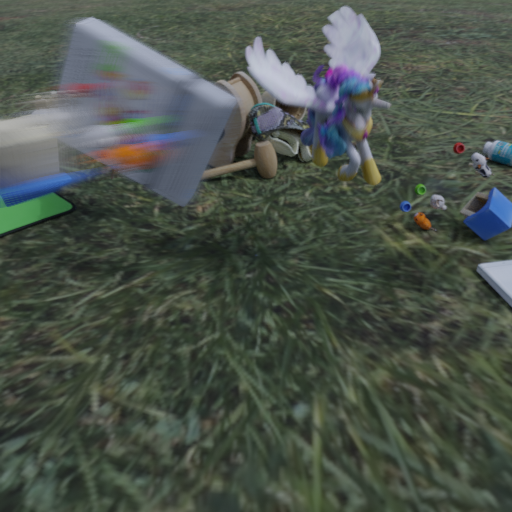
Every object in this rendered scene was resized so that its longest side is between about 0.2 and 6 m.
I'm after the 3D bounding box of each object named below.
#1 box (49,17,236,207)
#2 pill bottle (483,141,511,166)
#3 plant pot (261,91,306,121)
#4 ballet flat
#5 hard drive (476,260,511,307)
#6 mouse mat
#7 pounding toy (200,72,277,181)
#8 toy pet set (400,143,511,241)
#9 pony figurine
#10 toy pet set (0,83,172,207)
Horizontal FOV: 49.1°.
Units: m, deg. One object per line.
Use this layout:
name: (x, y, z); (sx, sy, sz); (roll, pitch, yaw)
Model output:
box: (-1.618, -1.932, 7.770); (2.221, 1.732, 0.457); (30, 35, -3)
pill bottle: (5.813, -2.419, 13.163); (0.484, 0.484, 0.874); (-27, 41, -37)
plant pot: (0.673, -4.264, 15.718); (1.123, 1.123, 1.028); (-19, 25, -27)
ballet flat: (0.942, -2.711, 13.080); (2.846, 1.024, 1.024); (6, 21, -44)
hard drive: (4.196, 0.489, 8.795); (0.855, 0.173, 1.296); (-6, 33, -10)
mouse mat: (-5.515, -0.839, 11.005); (3.168, 0.119, 2.549); (-28, 42, -36)
pounding toy: (-1.164, -2.958, 12.590); (3.515, 2.010, 2.017); (15, 35, 23)
toy pet set: (3.751, -0.953, 10.040); (1.512, 1.620, 0.860); (38, 8, -13)
pony figurine: (1.141, -2.276, 8.216); (1.928, 2.315, 2.235); (-30, 65, -9)
toy pet set: (-1.453, -0.769, 4.448); (1.164, 0.618, 1.087); (37, 46, 27)
